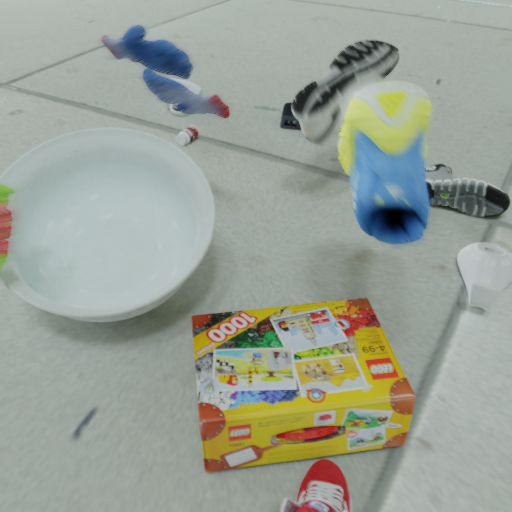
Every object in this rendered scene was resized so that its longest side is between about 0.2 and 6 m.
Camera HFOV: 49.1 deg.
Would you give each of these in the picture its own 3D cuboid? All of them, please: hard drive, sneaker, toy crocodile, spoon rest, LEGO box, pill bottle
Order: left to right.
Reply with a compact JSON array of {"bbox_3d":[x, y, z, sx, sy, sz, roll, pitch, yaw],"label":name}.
[{"bbox_3d":[-3.739,-0.338,8.059,0.445,0.486,1.440,-10,66,12],"label":"toy crocodile"},{"bbox_3d":[-1.825,-3.192,14.878,0.356,0.356,0.623,20,43,23],"label":"pill bottle"},{"bbox_3d":[0.522,1.753,8.054,2.770,1.069,2.063,-6,35,-7],"label":"LEGO box"},{"bbox_3d":[1.601,-3.950,15.797,1.799,0.381,1.213,4,39,5],"label":"hard drive"},{"bbox_3d":[0.727,2.909,6.456,0.749,1.183,2.103,5,28,12],"label":"sneaker"},{"bbox_3d":[1.844,-3.361,11.465,2.757,1.103,1.016,-40,54,-12],"label":"sneaker"},{"bbox_3d":[1.664,-0.946,7.523,1.257,1.743,3.319,0,-6,15],"label":"sneaker"},{"bbox_3d":[4.520,-1.612,12.552,2.246,0.843,1.297,13,38,18],"label":"sneaker"},{"bbox_3d":[4.226,0.363,10.350,1.127,0.687,2.268,18,29,19],"label":"spoon rest"}]

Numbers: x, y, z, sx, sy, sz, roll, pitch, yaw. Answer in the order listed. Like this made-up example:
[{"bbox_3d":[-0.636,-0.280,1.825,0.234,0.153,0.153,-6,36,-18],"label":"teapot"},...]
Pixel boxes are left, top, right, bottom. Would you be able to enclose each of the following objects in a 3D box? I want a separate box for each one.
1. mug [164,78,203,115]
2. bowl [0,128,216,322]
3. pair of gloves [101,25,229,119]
[{"bbox_3d":[-2.126,-4.573,16.327,0.989,0.833,1.128,12,65,9],"label":"mug"},{"bbox_3d":[-2.571,-0.307,9.803,3.768,1.693,3.768,2,59,-3],"label":"bowl"},{"bbox_3d":[-1.636,-3.311,10.166,2.005,2.494,0.284,22,79,30],"label":"pair of gloves"}]
